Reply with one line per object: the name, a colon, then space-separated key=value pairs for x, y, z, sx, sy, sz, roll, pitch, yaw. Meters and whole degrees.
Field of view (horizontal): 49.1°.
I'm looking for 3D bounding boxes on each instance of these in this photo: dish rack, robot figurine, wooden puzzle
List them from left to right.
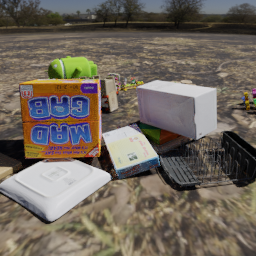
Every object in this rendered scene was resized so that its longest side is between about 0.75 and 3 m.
robot figurine: x=-3.298 y=-3.222 z=16.347 sx=2.921 sy=1.690 sz=2.562 roll=-10 pitch=35 yaw=-23
wooden puzzle: x=1.281 y=0.005 z=10.623 sx=2.669 sy=0.497 sz=2.469 roll=-16 pitch=28 yaw=-32
dish rack: x=2.378 y=0.901 z=8.359 sx=2.713 sy=0.740 sz=2.081 roll=-5 pitch=24 yaw=-9

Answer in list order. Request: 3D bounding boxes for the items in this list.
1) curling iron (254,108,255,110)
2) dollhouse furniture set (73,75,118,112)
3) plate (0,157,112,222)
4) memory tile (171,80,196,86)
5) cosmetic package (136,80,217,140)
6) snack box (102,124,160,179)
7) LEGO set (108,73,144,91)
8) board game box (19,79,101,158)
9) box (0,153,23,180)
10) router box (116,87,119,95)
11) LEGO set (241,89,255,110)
curling iron: x=6.401 y=-0.886 z=13.061 sx=0.997 sy=0.127 sz=0.247 roll=7 pitch=25 yaw=17
dollhouse furniture set: x=-2.021 y=-1.558 z=13.341 sx=2.910 sy=1.516 sz=2.942 roll=1 pitch=17 yaw=25
plate: x=-1.981 y=1.385 z=7.696 sx=2.286 sy=0.370 sz=2.281 roll=16 pitch=28 yaw=33
memory tile: x=2.958 y=-2.268 z=16.014 sx=2.155 sy=0.236 sz=2.812 roll=-2 pitch=24 yaw=-5
cosmetic package: x=1.602 y=-0.721 z=9.717 sx=1.163 sy=1.475 sz=2.742 roll=-23 pitch=28 yaw=-33
snack box: x=0.017 y=0.655 z=8.897 sx=1.275 sy=0.407 sz=2.196 roll=-17 pitch=30 yaw=-8
LEGO set: x=-0.312 y=-2.755 z=16.238 sx=2.506 sy=0.933 sz=1.153 roll=1 pitch=24 yaw=2
board game box: x=-1.988 y=-0.421 z=9.002 sx=2.194 sy=2.192 sz=2.192 roll=-1 pitch=12 yaw=-4
box: x=-4.475 y=1.291 z=8.092 sx=1.740 sy=0.226 sz=2.129 roll=15 pitch=27 yaw=29
router box: x=-1.189 y=-2.060 z=15.389 sx=1.166 sy=0.362 sz=0.874 roll=-9 pitch=26 yaw=-19
LEGO set: x=5.811 y=-1.411 z=13.296 sx=0.717 sy=0.771 sz=1.879 roll=-10 pitch=21 yaw=19
